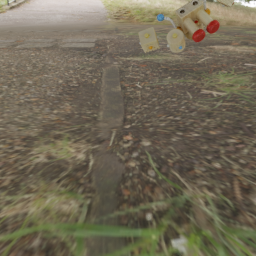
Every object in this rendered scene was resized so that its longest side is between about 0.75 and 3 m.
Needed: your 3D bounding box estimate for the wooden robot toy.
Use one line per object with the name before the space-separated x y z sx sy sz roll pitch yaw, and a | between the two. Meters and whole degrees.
wooden robot toy | 1.392 -2.152 6.198 2.238 0.986 1.015 -30 -21 8
